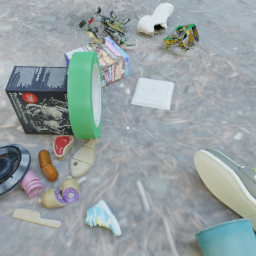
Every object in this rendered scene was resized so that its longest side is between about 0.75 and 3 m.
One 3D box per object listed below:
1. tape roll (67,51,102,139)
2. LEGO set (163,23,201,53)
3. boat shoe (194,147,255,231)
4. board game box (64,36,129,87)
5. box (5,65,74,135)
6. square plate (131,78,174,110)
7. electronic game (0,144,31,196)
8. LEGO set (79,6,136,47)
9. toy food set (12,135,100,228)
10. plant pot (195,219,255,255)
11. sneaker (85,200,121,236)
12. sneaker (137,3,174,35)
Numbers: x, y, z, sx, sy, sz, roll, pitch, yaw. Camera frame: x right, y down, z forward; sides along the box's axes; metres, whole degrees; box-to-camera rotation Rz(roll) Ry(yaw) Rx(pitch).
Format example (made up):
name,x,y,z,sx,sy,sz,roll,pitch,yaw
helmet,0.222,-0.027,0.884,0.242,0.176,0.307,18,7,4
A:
name,x,y,z,sx,sy,sz,roll,pitch,yaw
tape roll,-1.068,-0.847,7.360,0.544,2.264,2.264,-1,52,2
LEGO set,2.039,-3.219,10.416,1.078,0.812,1.402,1,41,39
boat shoe,2.754,1.447,6.390,0.849,1.015,2.839,-33,66,-29
board game box,-1.023,-2.121,9.344,1.705,0.826,1.359,-27,57,-19
box,-2.134,-0.705,7.617,1.645,1.806,0.940,0,52,0
square plate,0.822,-1.154,9.014,1.223,0.176,1.234,11,53,8
electronic game,-3.190,1.041,7.053,1.583,0.329,1.583,-11,46,12
LEGO set,-0.772,-3.526,10.255,2.905,0.823,1.887,-19,68,-47
toy food set,-1.843,1.085,7.110,1.656,0.410,2.605,10,53,8
plant pot,2.076,2.538,5.583,1.172,1.172,1.101,-10,60,-7
sneaker,-0.600,2.144,6.325,0.618,0.376,0.946,-25,47,-21
sneaker,1.293,-4.232,11.162,0.938,0.735,1.887,41,71,19
